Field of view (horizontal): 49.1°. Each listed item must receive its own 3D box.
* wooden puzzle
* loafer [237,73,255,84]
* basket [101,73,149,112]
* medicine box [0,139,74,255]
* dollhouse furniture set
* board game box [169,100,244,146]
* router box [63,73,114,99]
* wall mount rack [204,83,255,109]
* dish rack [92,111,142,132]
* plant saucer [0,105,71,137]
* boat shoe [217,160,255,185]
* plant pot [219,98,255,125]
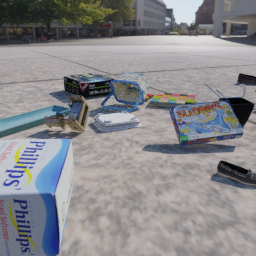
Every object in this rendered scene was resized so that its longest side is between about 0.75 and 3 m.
[{"bbox_3d":[1.827,-1.138,11.367,2.805,0.197,1.663,6,20,14],"label":"wooden puzzle"},{"bbox_3d":[6.841,-2.656,15.120,1.739,0.548,0.625,5,21,14],"label":"loafer"},{"bbox_3d":[-0.032,-1.291,10.639,1.520,1.199,1.724,13,49,34],"label":"basket"},{"bbox_3d":[-1.953,0.977,4.372,2.010,1.035,1.831,-2,20,-4],"label":"medicine box"},{"bbox_3d":[-1.823,-0.450,8.149,1.154,0.813,0.808,6,-20,14],"label":"dollhouse furniture set"},{"bbox_3d":[2.065,-0.156,7.504,1.675,0.289,1.134,-8,56,-7],"label":"board game box"},{"bbox_3d":[-1.818,-2.037,13.171,1.713,0.710,2.287,-13,23,-31],"label":"router box"},{"bbox_3d":[4.089,-1.327,11.131,1.802,0.773,2.074,-2,19,-6],"label":"wall mount rack"},{"bbox_3d":[-0.366,-0.260,8.902,1.377,0.300,1.182,-8,21,-23],"label":"dish rack"},{"bbox_3d":[-3.128,-0.278,9.013,0.975,0.265,2.789,14,23,34],"label":"plant saucer"},{"bbox_3d":[2.286,0.905,5.684,0.973,0.277,0.325,14,24,33],"label":"boat shoe"},{"bbox_3d":[3.411,-0.516,8.949,0.826,0.733,0.824,-1,19,-6],"label":"plant pot"}]
